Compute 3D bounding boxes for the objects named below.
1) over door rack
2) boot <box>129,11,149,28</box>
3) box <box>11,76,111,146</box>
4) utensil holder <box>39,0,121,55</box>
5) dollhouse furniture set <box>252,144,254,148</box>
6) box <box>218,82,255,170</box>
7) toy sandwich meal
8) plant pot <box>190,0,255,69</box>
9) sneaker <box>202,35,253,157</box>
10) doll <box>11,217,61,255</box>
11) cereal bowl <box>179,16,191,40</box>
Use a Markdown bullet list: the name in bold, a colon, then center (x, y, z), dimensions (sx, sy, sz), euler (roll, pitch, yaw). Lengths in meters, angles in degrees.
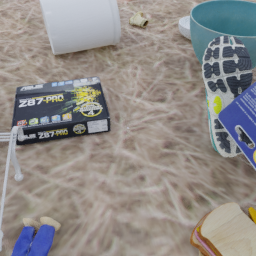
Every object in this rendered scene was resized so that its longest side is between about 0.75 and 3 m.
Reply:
- **over door rack**: center (-3.244, 1.207, 5.592), dimensions (1.950, 0.879, 2.639), euler (-2, 56, 0)
- **boot**: center (0.582, -4.562, 11.799), dimensions (0.739, 0.346, 0.951), euler (25, 51, 24)
- **box**: center (-1.767, -0.522, 7.474), dimensions (2.367, 0.581, 1.908), euler (-9, 42, -8)
- **utensil holder**: center (-1.658, -3.700, 9.777), dimensions (2.356, 2.002, 2.002), euler (-17, 47, -13)
- **dollhouse furniture set**: center (3.847, 0.170, 5.447), dimensions (1.683, 2.401, 1.692), euler (-17, 47, -16)
- **box**: center (2.929, -0.490, 4.701), dimensions (0.419, 2.586, 1.566), euler (27, 30, -41)
- **toy sandwich meal**: center (2.032, 2.101, 4.730), dimensions (1.851, 0.634, 1.851), euler (0, 44, 0)
- **plant pot**: center (3.167, -2.615, 8.738), dimensions (2.684, 1.808, 2.684), euler (0, 44, 0)
- **sneaker**: center (2.151, -0.729, 6.437), dimensions (1.079, 1.109, 2.784), euler (2, 84, 2)
- **doll**: center (-1.661, 2.429, 4.453), dimensions (1.352, 0.480, 1.982), euler (-9, 44, 20)
- **cereal bowl**: center (2.641, -3.806, 10.852), dimensions (1.398, 0.582, 1.398), euler (0, 45, 0)
